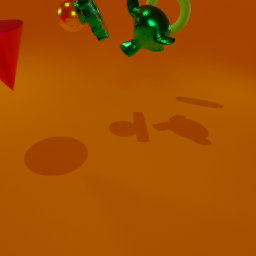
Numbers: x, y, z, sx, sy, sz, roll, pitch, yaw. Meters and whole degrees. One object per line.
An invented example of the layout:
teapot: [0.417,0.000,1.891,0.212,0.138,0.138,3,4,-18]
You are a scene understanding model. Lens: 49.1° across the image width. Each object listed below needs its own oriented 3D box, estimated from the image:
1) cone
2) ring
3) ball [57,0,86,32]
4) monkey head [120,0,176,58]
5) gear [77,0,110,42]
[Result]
cone: [-3.181,-1.663,7.036,1.629,1.635,1.629,-6,34,4]
ring: [1.247,-3.742,8.990,1.512,1.512,0.302,15,24,20]
ball: [-1.509,-3.033,7.591,0.812,0.812,0.812,0,35,0]
monkey head: [0.434,-2.639,7.690,1.412,1.183,1.963,-32,70,-11]
gear: [-0.993,-3.173,7.684,0.294,1.589,1.589,-23,34,10]
